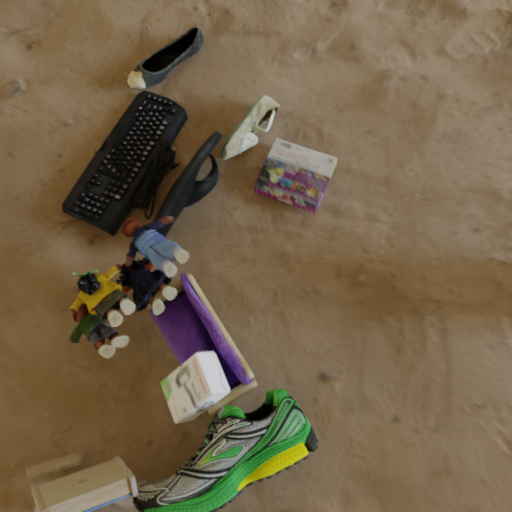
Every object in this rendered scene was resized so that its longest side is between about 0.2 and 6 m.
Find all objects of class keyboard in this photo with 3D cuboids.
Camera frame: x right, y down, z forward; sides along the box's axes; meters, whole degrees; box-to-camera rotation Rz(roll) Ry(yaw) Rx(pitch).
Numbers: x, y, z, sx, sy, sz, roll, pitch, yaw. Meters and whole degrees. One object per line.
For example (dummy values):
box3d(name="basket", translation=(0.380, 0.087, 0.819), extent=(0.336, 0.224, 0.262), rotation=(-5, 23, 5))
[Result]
box3d(name="keyboard", translation=(-2.519, -2.063, 11.623), extent=(1.763, 0.671, 3.387), rotation=(23, 70, 7))

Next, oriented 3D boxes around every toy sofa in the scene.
box3d(name="toy sofa", translation=(-1.028, 1.573, 10.145), extent=(1.014, 1.194, 2.448), rotation=(-31, 74, -9))

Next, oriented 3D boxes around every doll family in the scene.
box3d(name="doll family", translation=(-2.392, 0.424, 10.079), extent=(2.766, 1.085, 1.599), rotation=(-41, 46, -17))

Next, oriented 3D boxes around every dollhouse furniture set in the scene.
box3d(name="dollhouse furniture set", translation=(-2.741, 4.595, 9.200), extent=(1.419, 2.052, 2.174), rotation=(-11, 96, -28))

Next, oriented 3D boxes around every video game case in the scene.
box3d(name="video game case", translation=(0.820, -1.691, 11.697), extent=(1.405, 0.252, 1.274), rotation=(20, 74, 11))

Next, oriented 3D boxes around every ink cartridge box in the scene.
box3d(name="ink cartridge box", translation=(-1.047, 2.227, 9.507), extent=(1.082, 0.455, 0.787), rotation=(-43, 59, 30))

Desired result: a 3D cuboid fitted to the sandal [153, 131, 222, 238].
box3d(name="sandal", translation=(-1.348, -1.272, 11.386), extent=(0.658, 1.033, 2.748), rotation=(33, 77, -20))

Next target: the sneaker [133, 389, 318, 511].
box3d(name="sneaker", translation=(-0.613, 3.294, 9.436), extent=(3.169, 1.236, 1.350), rotation=(-25, 91, -17))

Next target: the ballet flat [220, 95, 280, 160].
box3d(name="ballet flat", translation=(-0.086, -2.701, 11.955), extent=(0.558, 0.604, 1.790), rotation=(31, 75, 9))

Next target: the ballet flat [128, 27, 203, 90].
box3d(name="ballet flat", translation=(-2.066, -4.474, 12.584), extent=(2.078, 0.590, 0.691), rotation=(-42, 76, -13))
